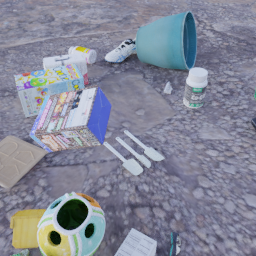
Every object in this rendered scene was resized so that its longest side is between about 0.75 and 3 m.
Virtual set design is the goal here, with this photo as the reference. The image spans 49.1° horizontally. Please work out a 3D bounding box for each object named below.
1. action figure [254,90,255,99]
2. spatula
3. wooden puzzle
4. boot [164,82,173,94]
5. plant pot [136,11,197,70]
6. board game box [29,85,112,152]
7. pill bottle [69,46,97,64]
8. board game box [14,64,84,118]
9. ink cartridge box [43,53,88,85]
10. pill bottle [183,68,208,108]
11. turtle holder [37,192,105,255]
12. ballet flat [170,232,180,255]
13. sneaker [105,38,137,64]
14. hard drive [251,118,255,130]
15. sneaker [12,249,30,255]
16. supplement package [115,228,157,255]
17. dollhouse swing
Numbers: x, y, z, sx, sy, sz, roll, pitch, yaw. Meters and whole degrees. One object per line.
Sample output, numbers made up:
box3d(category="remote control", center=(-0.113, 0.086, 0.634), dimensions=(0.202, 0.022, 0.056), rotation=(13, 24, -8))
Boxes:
box3d(category="action figure", center=(6.353, -1.642, 13.612), dimensions=(0.548, 0.254, 0.928), rotation=(23, 53, 22))
box3d(category="spatula", center=(0.125, 0.876, 10.803), dimensions=(1.514, 0.175, 2.177), rotation=(-29, 49, -28))
box3d(category="wooden puzzle", center=(-4.289, 1.231, 10.202), dimensions=(1.943, 0.486, 2.098), rotation=(20, 40, 21))
box3d(category="boot", center=(2.077, -1.982, 14.014), dimensions=(0.391, 0.301, 0.819), rotation=(18, 52, 10))
box3d(category="plant pot", center=(2.033, -4.585, 15.225), dimensions=(2.783, 2.962, 2.962), rotation=(3, 39, 26))
box3d(category="board game box", center=(-1.712, -0.257, 8.633), dimensions=(2.021, 0.979, 1.611), rotation=(-7, 51, 24))
box3d(category="pill bottle", center=(-2.643, -4.250, 16.159), dimensions=(1.549, 0.808, 0.808), rotation=(21, 46, 22))
box3d(category="board game box", center=(-3.507, -1.761, 12.823), dimensions=(2.796, 1.466, 1.440), rotation=(-15, 43, -17))
box3d(category="ink cartridge box", center=(-3.094, -2.825, 14.025), dimensions=(2.020, 1.471, 0.856), rotation=(-11, 42, -12))
box3d(category="pill bottle", center=(3.074, -1.812, 12.721), dimensions=(0.948, 1.677, 0.948), rotation=(-1, 41, 1))
box3d(category="turtle holder", center=(-1.675, 2.682, 7.345), dimensions=(2.320, 1.648, 1.763), rotation=(-21, 59, -26))
box3d(category="ballet flat", center=(1.344, 3.329, 7.922), dimensions=(0.302, 0.302, 0.826), rotation=(7, 39, 8))
box3d(category="sneaker", center=(-0.243, -4.610, 16.423), dimensions=(1.035, 1.044, 2.880), rotation=(33, 52, 31))
box3d(category="hard drive", center=(6.177, -0.043, 11.688), dimensions=(1.766, 0.374, 1.191), rotation=(-7, 42, -7))
box3d(category="sneaker", center=(-3.064, 3.554, 7.589), dimensions=(0.820, 0.364, 0.315), rotation=(-31, 50, -31))
box3d(category="supplement package", center=(0.175, 3.429, 7.407), dimensions=(0.781, 0.786, 1.036), rotation=(22, 46, 23))
box3d(category="dollhouse swing", center=(-2.899, 2.990, 8.381), dimensions=(0.986, 0.867, 0.896), rotation=(-3, 0, -2))
